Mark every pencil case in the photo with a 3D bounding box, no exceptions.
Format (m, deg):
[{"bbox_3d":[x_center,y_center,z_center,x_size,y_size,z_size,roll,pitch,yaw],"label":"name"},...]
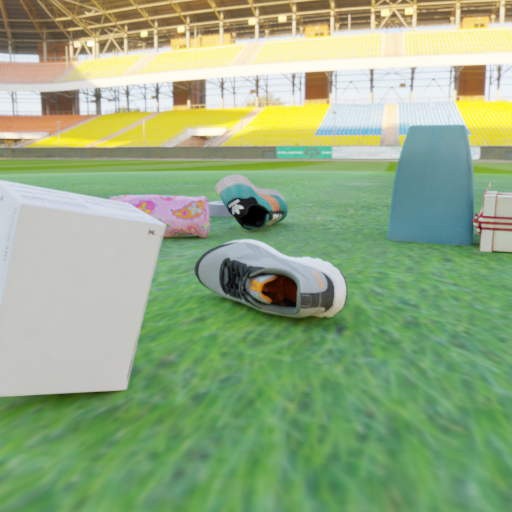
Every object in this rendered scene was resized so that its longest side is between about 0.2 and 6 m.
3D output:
[{"bbox_3d":[-2.380,-0.932,13.561,2.487,1.087,1.087,-1,11,0],"label":"pencil case"}]

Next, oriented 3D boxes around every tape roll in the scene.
[{"bbox_3d":[-0.936,-1.517,18.075,1.229,0.406,1.229,-1,10,0],"label":"tape roll"}]

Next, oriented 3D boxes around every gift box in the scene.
[{"bbox_3d":[5.422,-0.849,12.041,1.388,1.487,1.372,3,6,23],"label":"gift box"}]

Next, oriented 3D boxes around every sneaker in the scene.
[{"bbox_3d":[0.007,0.287,7.493,2.377,0.879,0.942,10,11,39],"label":"sneaker"},{"bbox_3d":[0.037,-1.149,14.894,1.069,1.197,2.996,-31,-23,24],"label":"sneaker"}]

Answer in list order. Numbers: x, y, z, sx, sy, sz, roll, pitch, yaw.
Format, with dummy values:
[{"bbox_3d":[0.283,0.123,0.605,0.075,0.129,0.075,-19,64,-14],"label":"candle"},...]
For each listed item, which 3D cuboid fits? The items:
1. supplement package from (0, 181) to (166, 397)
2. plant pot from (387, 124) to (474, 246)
[{"bbox_3d":[-1.692,0.295,4.913,1.246,1.600,0.887,7,12,-39],"label":"supplement package"},{"bbox_3d":[4.299,-1.759,13.407,1.897,2.685,1.896,5,12,21],"label":"plant pot"}]
